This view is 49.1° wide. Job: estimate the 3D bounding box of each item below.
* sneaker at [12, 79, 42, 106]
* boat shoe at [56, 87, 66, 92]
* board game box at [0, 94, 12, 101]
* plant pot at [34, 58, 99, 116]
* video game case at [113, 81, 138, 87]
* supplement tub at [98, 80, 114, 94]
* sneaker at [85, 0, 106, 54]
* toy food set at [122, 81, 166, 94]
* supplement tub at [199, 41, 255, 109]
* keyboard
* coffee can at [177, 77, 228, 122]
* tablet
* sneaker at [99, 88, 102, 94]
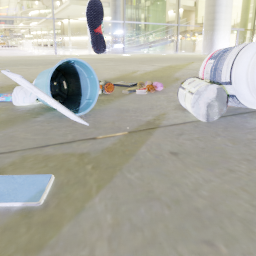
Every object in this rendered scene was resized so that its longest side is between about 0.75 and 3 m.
[{"bbox_3d":[-3.406,-1.376,10.935,0.992,0.870,2.475,9,26,10],"label":"sneaker"},{"bbox_3d":[-2.758,-1.425,11.447,0.553,0.457,1.478,-17,9,-3],"label":"boat shoe"},{"bbox_3d":[-4.978,-1.247,11.384,0.838,0.189,0.637,1,18,3],"label":"board game box"},{"bbox_3d":[-2.207,-1.365,9.490,1.820,1.820,1.783,-14,14,-37],"label":"plant pot"},{"bbox_3d":[-0.110,-2.327,14.881,1.034,0.132,0.935,9,19,27],"label":"video game case"},{"bbox_3d":[-1.044,-1.866,12.706,0.572,0.572,0.934,-12,21,-32],"label":"supplement tub"},{"bbox_3d":[-0.930,-2.836,7.810,0.520,1.477,0.691,-11,23,-13],"label":"sneaker"},{"bbox_3d":[0.901,-1.966,13.353,1.467,0.364,2.308,9,20,27],"label":"toy food set"},{"bbox_3d":[3.893,-1.708,9.145,2.076,2.076,2.958,-5,10,-15],"label":"supplement tub"},{"bbox_3d":[-0.846,-0.293,3.065,0.321,0.061,1.141,26,-8,34],"label":"keyboard"},{"bbox_3d":[2.312,-0.951,8.896,1.138,1.138,1.555,-2,18,-5],"label":"coffee can"},{"bbox_3d":[-1.983,0.995,4.486,1.418,0.097,0.923,-1,18,-1],"label":"tablet"},{"bbox_3d":[-1.782,-1.670,12.437,1.342,0.495,0.537,13,8,23],"label":"sneaker"}]
